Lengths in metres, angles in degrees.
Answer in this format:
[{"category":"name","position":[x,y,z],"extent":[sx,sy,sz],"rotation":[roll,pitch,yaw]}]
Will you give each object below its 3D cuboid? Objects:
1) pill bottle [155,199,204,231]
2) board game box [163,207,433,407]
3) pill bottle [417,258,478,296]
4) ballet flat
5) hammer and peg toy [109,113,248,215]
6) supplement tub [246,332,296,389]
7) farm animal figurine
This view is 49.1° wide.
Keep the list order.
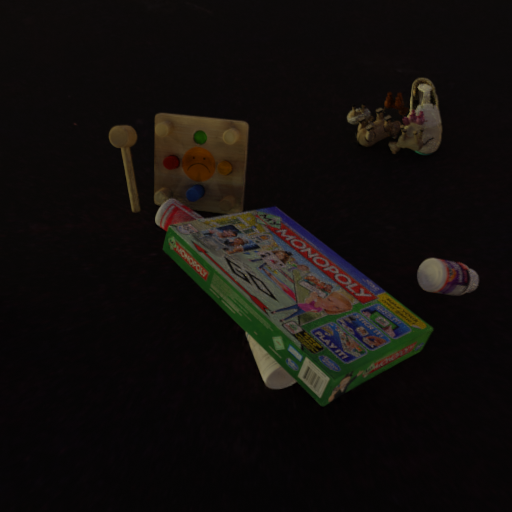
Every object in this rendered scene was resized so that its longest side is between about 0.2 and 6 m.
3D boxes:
[{"category":"pill bottle","position":[-1.332,-0.579,10.719],"extent":[1.090,0.612,0.612],"rotation":[34,54,14]},{"category":"board game box","position":[0.616,0.521,9.139],"extent":[2.581,0.558,3.836],"rotation":[-15,44,-42]},{"category":"pill bottle","position":[3.238,0.370,9.374],"extent":[1.005,0.560,0.560],"rotation":[8,39,-33]},{"category":"ballet flat","position":[4.007,-3.440,13.388],"extent":[0.876,0.876,2.521],"rotation":[6,46,6]},{"category":"hammer and peg toy","position":[-1.507,-1.825,11.220],"extent":[2.652,1.950,0.935],"rotation":[7,21,9]},{"category":"supplement tub","position":[0.284,1.475,8.731],"extent":[0.668,0.668,1.012],"rotation":[-14,48,-13]},{"category":"farm animal figurine","position":[3.051,-2.898,12.930],"extent":[1.617,0.852,1.635],"rotation":[-14,52,4]}]
